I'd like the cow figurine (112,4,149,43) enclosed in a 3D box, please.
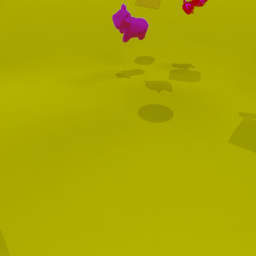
[{"bbox_3d":[0.116,-3.253,8.726,1.301,1.280,0.714,-12,74,-20],"label":"cow figurine"}]

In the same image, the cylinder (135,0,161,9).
[{"bbox_3d":[0.717,-4.551,9.489,0.862,0.862,0.862,8,25,-4],"label":"cylinder"}]

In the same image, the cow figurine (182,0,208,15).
[{"bbox_3d":[2.229,-4.106,8.968,1.023,0.562,1.007,-41,14,6],"label":"cow figurine"}]
